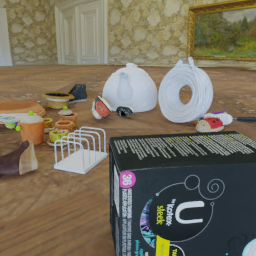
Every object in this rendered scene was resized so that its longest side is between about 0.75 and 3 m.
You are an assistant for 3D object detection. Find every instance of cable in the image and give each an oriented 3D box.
[{"bbox_3d":[2.216,-1.346,11.076,0.786,2.271,2.272,-2,-27,-46],"label":"cable"}]

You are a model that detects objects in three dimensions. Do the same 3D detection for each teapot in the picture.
[{"bbox_3d":[0.115,-2.088,13.790,2.936,2.173,2.975,-11,19,-32],"label":"teapot"}]

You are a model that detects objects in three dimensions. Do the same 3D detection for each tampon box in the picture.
[{"bbox_3d":[0.855,1.021,4.154,2.176,1.631,1.374,-2,17,-8],"label":"tampon box"}]

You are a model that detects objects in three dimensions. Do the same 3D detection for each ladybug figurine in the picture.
[{"bbox_3d":[3.005,-0.129,10.222,1.195,0.430,0.811,-11,20,-34],"label":"ladybug figurine"}]

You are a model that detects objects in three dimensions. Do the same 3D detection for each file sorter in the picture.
[{"bbox_3d":[-1.223,0.532,7.358,0.885,0.794,1.276,6,18,21],"label":"file sorter"}]

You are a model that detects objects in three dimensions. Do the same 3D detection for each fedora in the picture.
[{"bbox_3d":[-3.508,-1.361,13.995,1.636,0.667,1.636,5,16,-1],"label":"fedora"}]

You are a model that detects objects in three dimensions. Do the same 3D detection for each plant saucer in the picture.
[{"bbox_3d":[-5.029,-0.761,12.268,2.687,0.503,2.687,-1,17,0],"label":"plant saucer"}]

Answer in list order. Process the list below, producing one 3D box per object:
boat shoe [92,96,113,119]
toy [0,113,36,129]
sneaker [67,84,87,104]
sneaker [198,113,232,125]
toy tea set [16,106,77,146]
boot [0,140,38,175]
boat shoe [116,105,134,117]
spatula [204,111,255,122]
[{"bbox_3d":[-1.213,-0.834,12.076,0.747,0.850,2.388,-41,13,-2],"label":"boat shoe"},{"bbox_3d":[-4.508,-0.254,10.567,1.953,0.461,1.124,2,17,-18],"label":"toy"},{"bbox_3d":[-3.091,-1.885,15.224,1.823,0.968,0.682,-13,21,-38],"label":"sneaker"},{"bbox_3d":[3.325,-0.307,10.888,0.733,0.467,1.268,-14,12,-34],"label":"sneaker"},{"bbox_3d":[-2.602,-0.260,9.588,1.664,1.036,2.798,0,16,-1],"label":"toy tea set"},{"bbox_3d":[-3.014,0.735,7.073,1.261,0.548,1.516,-6,21,-24],"label":"boot"},{"bbox_3d":[-0.237,-0.717,12.221,0.421,0.447,1.245,-52,25,-15],"label":"boat shoe"},{"bbox_3d":[4.435,-0.495,11.767,0.724,0.263,2.561,-16,22,-43],"label":"spatula"}]
